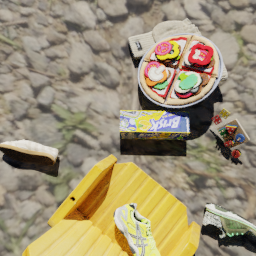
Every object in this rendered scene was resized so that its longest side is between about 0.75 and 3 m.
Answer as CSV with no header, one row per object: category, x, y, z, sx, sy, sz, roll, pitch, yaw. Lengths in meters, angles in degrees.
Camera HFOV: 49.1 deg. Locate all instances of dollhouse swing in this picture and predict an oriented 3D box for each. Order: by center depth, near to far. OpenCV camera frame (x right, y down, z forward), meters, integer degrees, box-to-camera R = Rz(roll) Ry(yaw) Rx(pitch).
dollhouse swing,-0.124,2.167,5.687,2.834,2.492,2.576,39,84,10

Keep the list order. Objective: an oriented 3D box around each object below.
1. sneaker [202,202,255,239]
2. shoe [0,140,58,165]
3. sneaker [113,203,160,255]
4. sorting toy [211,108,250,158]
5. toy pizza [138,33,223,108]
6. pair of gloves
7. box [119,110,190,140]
sneaker,2.469,2.379,6.733,1.533,0.589,0.679,26,89,10
shoe,-2.555,0.599,7.233,1.562,0.546,0.417,12,48,6
sneaker,0.303,2.395,6.246,0.590,0.582,1.545,-39,86,20
sorting toy,2.604,0.143,7.101,0.220,0.626,1.299,-28,86,-40
toy pizza,1.298,-1.579,7.267,2.224,0.352,2.224,-6,69,17
pair of gloves,1.350,-1.912,7.912,2.106,0.434,2.477,-25,70,-1
box,0.676,-0.069,7.329,1.790,0.575,0.627,1,70,0
